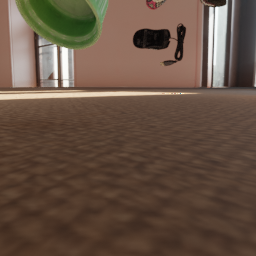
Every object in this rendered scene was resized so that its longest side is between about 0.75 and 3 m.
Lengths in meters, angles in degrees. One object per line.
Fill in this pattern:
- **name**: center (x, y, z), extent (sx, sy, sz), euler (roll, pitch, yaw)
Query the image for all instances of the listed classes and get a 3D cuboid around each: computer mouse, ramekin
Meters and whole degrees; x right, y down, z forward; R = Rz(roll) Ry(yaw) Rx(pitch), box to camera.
- **computer mouse**: center (1.026, -2.619, 9.112), extent (1.797, 1.262, 0.414), euler (2, 3, 25)
- **ramekin**: center (-1.142, -2.307, 5.159), extent (1.604, 0.783, 1.604), euler (14, -27, 7)

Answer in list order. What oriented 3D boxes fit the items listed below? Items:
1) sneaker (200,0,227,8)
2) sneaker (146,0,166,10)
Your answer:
- **sneaker**: center (1.718, -3.068, 5.946), extent (0.442, 0.675, 1.169), euler (-18, 48, -9)
- **sneaker**: center (0.912, -3.837, 7.052), extent (0.761, 1.889, 0.705), euler (31, -23, -9)
